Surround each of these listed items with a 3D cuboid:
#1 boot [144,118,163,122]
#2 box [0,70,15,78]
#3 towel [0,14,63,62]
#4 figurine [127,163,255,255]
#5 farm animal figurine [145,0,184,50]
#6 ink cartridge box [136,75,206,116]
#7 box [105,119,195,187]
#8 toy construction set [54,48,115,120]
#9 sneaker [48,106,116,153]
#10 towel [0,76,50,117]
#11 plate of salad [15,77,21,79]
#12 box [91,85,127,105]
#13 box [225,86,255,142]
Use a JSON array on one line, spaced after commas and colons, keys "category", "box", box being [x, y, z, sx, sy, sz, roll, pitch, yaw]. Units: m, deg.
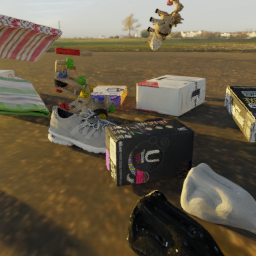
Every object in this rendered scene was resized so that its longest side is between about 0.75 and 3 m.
[{"category": "boot", "box": [0.653, 0.042, 7.504, 1.105, 0.440, 1.341, 6, 20, -17]}, {"category": "box", "box": [-5.607, -1.674, 11.491, 0.932, 1.189, 1.911, 6, 19, 18]}, {"category": "towel", "box": [-2.020, -1.545, 5.083, 1.038, 0.212, 1.418, -29, -15, 38]}, {"category": "figurine", "box": [1.273, 1.331, 3.419, 1.840, 0.812, 1.886, 26, 30, 38]}, {"category": "farm animal figurine", "box": [1.504, -4.092, 10.211, 1.082, 2.052, 2.075, 23, -17, 7]}, {"category": "ink cartridge box", "box": [1.700, -1.325, 10.709, 1.766, 1.025, 2.447, 12, 22, 32]}, {"category": "box", "box": [0.408, 0.446, 5.501, 1.570, 0.960, 0.833, -7, 21, -17]}, {"category": "toy construction set", "box": [-1.313, -1.167, 8.586, 1.816, 2.363, 1.971, 0, 26, -17]}, {"category": "sneaker", "box": [-0.943, -0.024, 6.866, 2.416, 0.991, 0.903, 6, 19, 17]}, {"category": "towel", "box": [-4.058, -1.209, 9.855, 2.021, 0.416, 2.709, 1, 28, -36]}, {"category": "plate of salad", "box": [-6.229, -2.095, 13.859, 2.159, 0.519, 2.159, 0, 29, 0]}, {"category": "box", "box": [-0.841, -1.384, 11.836, 1.364, 0.475, 2.291, 2, 21, 7]}, {"category": "box", "box": [4.592, -0.465, 8.037, 2.969, 0.739, 2.341, 1, 29, 2]}]
